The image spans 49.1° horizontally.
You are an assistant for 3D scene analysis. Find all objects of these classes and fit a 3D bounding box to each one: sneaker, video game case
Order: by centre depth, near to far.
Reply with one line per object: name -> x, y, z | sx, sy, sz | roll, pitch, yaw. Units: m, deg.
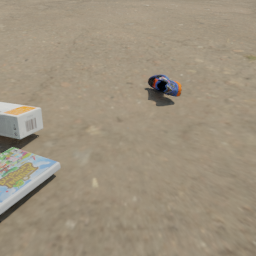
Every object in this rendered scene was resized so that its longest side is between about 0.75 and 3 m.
video game case -> -2.681, 1.068, 6.090 | 1.636, 0.198, 1.797 | 12, 31, 28
sneaker -> 1.165, -1.540, 9.811 | 0.647, 0.622, 1.650 | 1, 17, -31

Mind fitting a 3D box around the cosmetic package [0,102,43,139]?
cosmetic package -> -3.339, -0.256, 7.680 | 1.788, 0.637, 0.907 | 8, 22, 23
